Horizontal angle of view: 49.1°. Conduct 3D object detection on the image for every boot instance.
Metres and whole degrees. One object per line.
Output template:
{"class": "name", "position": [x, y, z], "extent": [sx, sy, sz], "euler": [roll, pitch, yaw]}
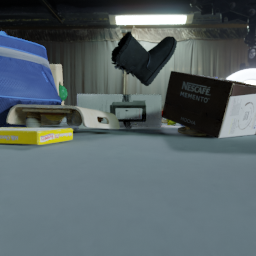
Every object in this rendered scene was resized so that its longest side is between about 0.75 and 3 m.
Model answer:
{"class": "boot", "position": [0.541, -2.701, 9.854], "extent": [1.784, 2.177, 0.805], "euler": [31, 7, -33]}

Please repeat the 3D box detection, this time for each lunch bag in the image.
{"class": "lunch bag", "position": [-2.811, -0.962, 5.681], "extent": [1.702, 1.657, 2.505], "euler": [-27, -13, 30]}
{"class": "lunch bag", "position": [2.227, -0.709, 8.215], "extent": [1.031, 1.416, 1.666], "euler": [-4, 2, -7]}

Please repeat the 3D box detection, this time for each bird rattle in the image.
{"class": "bird rattle", "position": [1.138, -0.340, 8.822], "extent": [0.842, 0.687, 0.475], "euler": [11, -11, 25]}

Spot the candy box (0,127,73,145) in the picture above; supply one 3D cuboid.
{"class": "candy box", "position": [-1.571, 0.092, 3.794], "extent": [1.467, 0.194, 0.750], "euler": [1, 5, 21]}

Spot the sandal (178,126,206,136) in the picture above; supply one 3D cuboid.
{"class": "sandal", "position": [1.213, 0.005, 5.268], "extent": [0.349, 0.234, 0.868], "euler": [0, 3, -10]}

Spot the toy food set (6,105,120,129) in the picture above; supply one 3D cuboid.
{"class": "toy food set", "position": [-1.215, -0.115, 5.435], "extent": [1.792, 0.541, 1.286], "euler": [4, 0, 25]}

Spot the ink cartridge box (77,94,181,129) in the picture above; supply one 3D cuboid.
{"class": "ink cartridge box", "position": [-0.038, -0.439, 7.665], "extent": [2.661, 0.903, 1.544], "euler": [0, 3, -10]}

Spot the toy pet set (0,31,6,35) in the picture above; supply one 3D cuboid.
{"class": "toy pet set", "position": [-4.321, -1.199, 6.141], "extent": [1.476, 2.596, 2.780], "euler": [10, 5, 16]}

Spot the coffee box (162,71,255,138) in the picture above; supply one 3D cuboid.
{"class": "coffee box", "position": [1.891, -0.463, 5.324], "extent": [2.241, 0.895, 1.267], "euler": [-3, 20, -42]}

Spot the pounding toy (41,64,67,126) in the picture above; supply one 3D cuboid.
{"class": "pounding toy", "position": [-2.874, -0.997, 9.323], "extent": [2.392, 2.202, 1.701], "euler": [-2, 13, -5]}
